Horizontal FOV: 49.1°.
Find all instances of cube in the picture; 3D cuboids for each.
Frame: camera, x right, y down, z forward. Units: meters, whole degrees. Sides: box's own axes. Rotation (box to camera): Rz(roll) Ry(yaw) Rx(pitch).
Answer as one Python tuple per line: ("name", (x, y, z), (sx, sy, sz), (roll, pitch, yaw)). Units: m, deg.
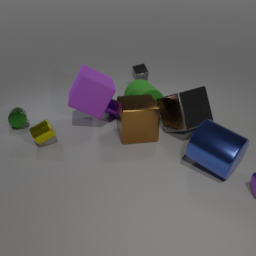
("cube", (0.358, -0.363, 10.728), (1.400, 1.400, 1.400), (-5, 29, -8))
("cube", (2.190, -0.702, 10.859), (1.400, 1.400, 1.400), (-17, 5, -28))
("cube", (-1.468, -1.462, 11.216), (1.400, 1.400, 1.400), (23, 23, -21))
("cube", (0.678, -3.022, 15.518), (0.700, 0.700, 0.700), (-16, 61, -10))

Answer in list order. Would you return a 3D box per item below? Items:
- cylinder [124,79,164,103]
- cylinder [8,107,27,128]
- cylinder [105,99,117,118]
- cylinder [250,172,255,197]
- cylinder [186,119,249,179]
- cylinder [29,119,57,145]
("cylinder", (0.696, -1.274, 12.355), (1.400, 1.400, 1.400), (-10, 30, -17))
("cylinder", (-4.518, -0.434, 11.477), (0.700, 0.700, 0.700), (-9, 21, -16))
("cylinder", (-0.605, -0.875, 12.282), (0.700, 0.700, 0.700), (24, 36, 21))
("cylinder", (3.929, 1.605, 7.873), (0.700, 0.700, 0.700), (1, 29, 2))
("cylinder", (2.761, 0.640, 8.696), (1.400, 1.400, 1.400), (32, 41, 29))
("cylinder", (-3.083, 0.140, 10.182), (0.700, 0.700, 0.700), (-31, 34, -3))
